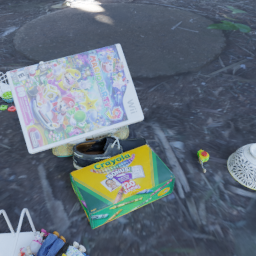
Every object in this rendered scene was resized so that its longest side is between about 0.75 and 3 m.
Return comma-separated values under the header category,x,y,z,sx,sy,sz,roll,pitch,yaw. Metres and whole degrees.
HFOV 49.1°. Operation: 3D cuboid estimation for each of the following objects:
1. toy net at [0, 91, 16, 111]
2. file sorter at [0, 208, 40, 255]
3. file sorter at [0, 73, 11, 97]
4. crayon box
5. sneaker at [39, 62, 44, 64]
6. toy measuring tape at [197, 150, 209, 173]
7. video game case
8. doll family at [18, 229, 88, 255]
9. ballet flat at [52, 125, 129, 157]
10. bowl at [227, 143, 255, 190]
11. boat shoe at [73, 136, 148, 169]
category,x,y,z,sx,sy,sz,roll,pitch,yaw
toy net,-4.699,-1.196,12.587,2.084,0.403,1.093,2,39,2
file sorter,-3.601,2.991,6.629,2.471,1.539,1.715,-3,39,-3
file sorter,-6.204,-2.155,13.421,1.331,0.829,0.923,18,43,20
crayon box,-0.174,1.709,8.720,2.803,0.817,1.665,-19,43,-21
sneaker,-3.840,-2.576,13.935,0.790,0.833,2.069,-30,50,-34
toy measuring tape,2.703,1.137,9.807,0.377,0.377,1.025,-1,40,-2
video game case,-1.124,-0.682,6.146,2.555,0.230,1.830,-17,85,-10
doll family,-1.825,3.201,6.719,1.943,0.876,1.206,24,45,12
ballet flat,-1.385,0.237,10.407,2.957,1.045,1.045,-13,41,-15
bowl,4.408,1.098,9.428,1.895,0.889,1.895,-1,39,0
boat shoe,-0.552,0.751,9.837,2.776,0.938,0.997,-9,39,-13
